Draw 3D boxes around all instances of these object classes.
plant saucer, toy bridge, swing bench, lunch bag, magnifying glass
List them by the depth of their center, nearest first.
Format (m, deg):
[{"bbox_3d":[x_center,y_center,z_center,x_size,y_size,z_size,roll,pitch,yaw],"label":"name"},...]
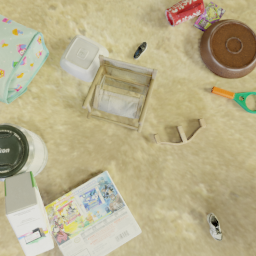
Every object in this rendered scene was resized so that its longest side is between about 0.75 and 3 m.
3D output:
[{"bbox_3d":[-0.270,-1.306,10.695,2.259,1.473,2.271,16,76,3],"label":"swing bench"},{"bbox_3d":[-4.898,-2.567,10.697,2.549,1.824,2.992,24,76,3],"label":"lunch bag"},{"bbox_3d":[2.125,0.259,10.982,2.140,0.291,0.719,-19,84,-3],"label":"toy bridge"},{"bbox_3d":[4.466,-1.210,11.280,2.202,0.247,0.876,19,81,1],"label":"magnifying glass"},{"bbox_3d":[4.256,-3.315,11.431,2.595,0.447,2.595,0,82,-2],"label":"plant saucer"}]

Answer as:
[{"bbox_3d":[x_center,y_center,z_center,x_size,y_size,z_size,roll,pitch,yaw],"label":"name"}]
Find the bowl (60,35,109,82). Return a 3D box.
[{"bbox_3d":[-1.795,-2.893,11.347,1.701,0.635,1.698,29,82,3],"label":"bowl"}]

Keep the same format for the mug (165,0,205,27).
[{"bbox_3d":[2.316,-4.847,11.403,1.389,1.233,0.927,-28,90,0],"label":"mug"}]

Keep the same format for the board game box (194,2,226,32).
[{"bbox_3d":[3.462,-4.655,11.866,0.775,0.209,1.292,36,82,1],"label":"board game box"}]

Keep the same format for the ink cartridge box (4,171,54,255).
[{"bbox_3d":[-3.033,2.660,8.627,0.883,1.522,2.102,-16,126,-16],"label":"ink cartridge box"}]

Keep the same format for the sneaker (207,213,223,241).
[{"bbox_3d":[3.215,3.678,10.326,0.397,0.460,1.048,-21,83,-5],"label":"sneaker"}]

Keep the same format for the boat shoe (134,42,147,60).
[{"bbox_3d":[0.515,-3.237,11.564,0.309,0.292,0.882,37,82,6],"label":"boat shoe"}]

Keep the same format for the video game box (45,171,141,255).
[{"bbox_3d":[-1.363,3.375,10.276,2.826,0.662,2.575,-30,84,-5],"label":"video game box"}]

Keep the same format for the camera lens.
[{"bbox_3d":[-3.955,0.902,9.824,1.874,2.343,1.874,0,81,0],"label":"camera lens"}]
